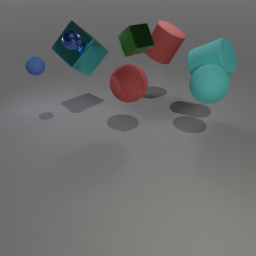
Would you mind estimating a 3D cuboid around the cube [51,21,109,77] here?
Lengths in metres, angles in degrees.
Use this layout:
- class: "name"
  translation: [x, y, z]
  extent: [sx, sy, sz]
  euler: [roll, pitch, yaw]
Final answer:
- class: "cube"
  translation: [-1.942, -3.205, 11.487]
  extent: [1.400, 1.400, 1.400]
  euler: [44, 11, 19]

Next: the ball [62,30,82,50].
- class: "ball"
  translation: [-2.027, -3.168, 10.114]
  extent: [0.700, 0.700, 0.700]
  euler: [0, 28, 0]

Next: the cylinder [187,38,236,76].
- class: "cylinder"
  translation: [3.300, -2.630, 11.026]
  extent: [1.400, 1.400, 1.400]
  euler: [-11, 15, 44]

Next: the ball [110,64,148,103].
- class: "ball"
  translation: [0.030, -1.633, 10.267]
  extent: [1.400, 1.400, 1.400]
  euler: [0, 28, 0]

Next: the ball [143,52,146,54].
- class: "ball"
  translation: [0.988, -4.458, 15.398]
  extent: [0.700, 0.700, 0.700]
  euler: [0, 28, 0]

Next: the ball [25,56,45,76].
- class: "ball"
  translation: [-3.410, -2.285, 10.322]
  extent: [0.700, 0.700, 0.700]
  euler: [0, 28, 0]

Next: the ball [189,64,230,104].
- class: "ball"
  translation: [2.913, -1.570, 10.062]
  extent: [1.400, 1.400, 1.400]
  euler: [0, 28, 0]

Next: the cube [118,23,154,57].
- class: "cube"
  translation: [0.238, -2.645, 8.434]
  extent: [0.700, 0.700, 0.700]
  euler: [-22, 4, -32]

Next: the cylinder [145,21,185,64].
- class: "cylinder"
  translation: [1.641, -3.861, 12.704]
  extent: [1.400, 1.400, 1.400]
  euler: [20, 37, -16]
